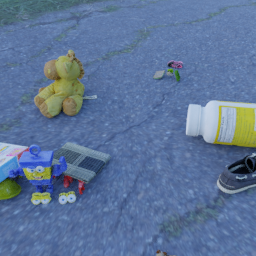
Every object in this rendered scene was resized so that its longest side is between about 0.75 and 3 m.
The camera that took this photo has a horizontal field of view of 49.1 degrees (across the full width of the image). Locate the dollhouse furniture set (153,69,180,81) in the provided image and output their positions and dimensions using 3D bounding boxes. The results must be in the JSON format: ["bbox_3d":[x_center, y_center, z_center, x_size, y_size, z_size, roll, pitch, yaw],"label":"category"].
[{"bbox_3d":[2.028,-2.689,14.642,1.317,0.508,0.658,-3,40,29],"label":"dollhouse furniture set"}]

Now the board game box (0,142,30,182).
[{"bbox_3d":[-4.231,1.094,8.910,2.050,0.413,1.568,4,32,39],"label":"board game box"}]

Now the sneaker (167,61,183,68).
[{"bbox_3d":[2.640,-3.509,15.655,0.890,0.352,0.424,0,48,3],"label":"sneaker"}]

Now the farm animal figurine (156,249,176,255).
[{"bbox_3d":[0.763,3.155,6.489,0.680,0.424,0.842,23,32,38],"label":"farm animal figurine"}]

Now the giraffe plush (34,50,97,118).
[{"bbox_3d":[-2.732,-2.036,12.065,2.773,2.249,2.393,-20,41,-24],"label":"giraffe plush"}]

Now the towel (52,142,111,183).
[{"bbox_3d":[-1.688,1.128,9.310,1.759,0.304,1.693,17,29,15],"label":"towel"}]

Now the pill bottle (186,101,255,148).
[{"bbox_3d":[3.611,-0.179,10.181,2.836,1.578,1.578,6,38,9],"label":"pill bottle"}]

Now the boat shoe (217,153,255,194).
[{"bbox_3d":[4.019,1.268,8.896,2.601,0.816,0.945,-17,40,-21],"label":"boat shoe"}]

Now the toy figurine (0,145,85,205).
[{"bbox_3d":[-2.813,1.096,8.339,2.963,1.775,1.563,0,37,-1],"label":"toy figurine"}]
